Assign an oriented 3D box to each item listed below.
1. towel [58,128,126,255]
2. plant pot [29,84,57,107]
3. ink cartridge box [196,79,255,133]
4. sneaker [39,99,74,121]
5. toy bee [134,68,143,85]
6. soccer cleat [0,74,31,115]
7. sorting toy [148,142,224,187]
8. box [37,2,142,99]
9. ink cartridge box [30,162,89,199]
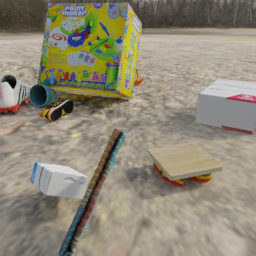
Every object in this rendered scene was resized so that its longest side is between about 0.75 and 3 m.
[{"bbox_3d":[-0.379,0.764,3.295,0.189,1.275,1.739,23,-15,0],"label":"towel"},{"bbox_3d":[-2.838,-1.115,9.594,0.755,0.755,0.709,9,9,22],"label":"plant pot"},{"bbox_3d":[3.137,-0.754,8.337,1.599,0.918,2.202,12,25,27],"label":"ink cartridge box"},{"bbox_3d":[-2.186,-0.607,8.615,0.575,0.447,1.279,11,26,18],"label":"sneaker"},{"bbox_3d":[-0.034,-2.249,11.912,1.039,0.863,1.587,-32,-13,19],"label":"toy bee"},{"bbox_3d":[-3.852,-1.337,9.505,0.915,1.136,2.667,-2,22,-5],"label":"soccer cleat"},{"bbox_3d":[1.062,0.724,5.410,1.075,0.374,1.069,-7,23,-17],"label":"sorting toy"},{"bbox_3d":[-1.297,-2.684,9.963,2.962,2.853,1.807,8,1,18],"label":"box"},{"bbox_3d":[-1.108,0.823,4.467,0.631,0.367,0.872,16,-5,-32],"label":"ink cartridge box"}]
